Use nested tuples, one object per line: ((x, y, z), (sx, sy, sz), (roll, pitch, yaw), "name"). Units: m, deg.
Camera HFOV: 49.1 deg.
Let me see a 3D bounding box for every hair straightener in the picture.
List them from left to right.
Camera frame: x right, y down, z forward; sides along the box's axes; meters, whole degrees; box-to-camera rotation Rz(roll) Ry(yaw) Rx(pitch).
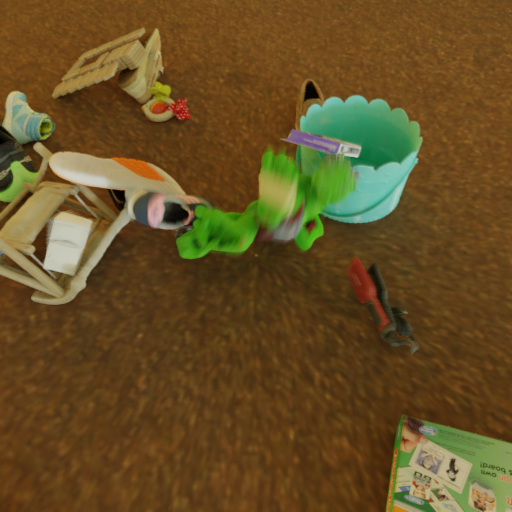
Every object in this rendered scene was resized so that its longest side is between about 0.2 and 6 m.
((1.975, 0.731, 8.228), (0.760, 0.404, 1.975), (15, 27, -21), "hair straightener")

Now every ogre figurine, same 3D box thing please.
((0.314, -0.737, 8.589), (1.495, 3.047, 1.827), (51, 32, 12), "ogre figurine")

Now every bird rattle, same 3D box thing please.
((-1.973, -3.173, 12.089), (0.856, 0.591, 1.050), (-37, 70, -16), "bird rattle")

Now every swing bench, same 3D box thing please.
((-3.245, -0.405, 8.857), (1.883, 1.221, 1.873), (33, 48, -10), "swing bench")

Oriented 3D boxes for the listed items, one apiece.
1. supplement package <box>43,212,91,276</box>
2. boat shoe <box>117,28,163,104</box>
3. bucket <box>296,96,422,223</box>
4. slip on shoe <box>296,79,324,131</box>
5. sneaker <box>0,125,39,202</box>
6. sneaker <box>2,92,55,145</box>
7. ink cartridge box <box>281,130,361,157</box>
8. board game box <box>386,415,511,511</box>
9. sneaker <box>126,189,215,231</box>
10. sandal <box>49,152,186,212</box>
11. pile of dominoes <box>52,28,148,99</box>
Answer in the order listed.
((-2.822, -0.185, 8.387), (0.468, 0.800, 0.469), (16, 14, -9), "supplement package")
((-2.575, -4.379, 12.920), (0.825, 0.747, 2.315), (-17, 45, 30), "boat shoe")
((1.756, -1.696, 10.003), (2.155, 1.402, 2.155), (-1, 47, 1), "bucket")
((1.186, -3.026, 11.780), (0.698, 0.556, 1.835), (2, 48, 2), "slip on shoe")
((-5.257, -2.181, 10.438), (3.237, 1.356, 1.242), (25, 52, 24), "sneaker")
((-4.661, -2.874, 11.643), (0.974, 0.593, 1.492), (-7, 57, -4), "sneaker")
((1.012, -1.758, 8.737), (0.929, 0.204, 0.938), (25, 20, 32), "ink cartridge box")
((3.104, 3.252, 6.105), (3.346, 0.487, 2.252), (13, 49, 11), "board game box")
((-1.175, -0.645, 9.043), (0.757, 0.648, 1.846), (22, 14, 36), "sneaker")
((-2.412, -1.189, 9.641), (2.587, 0.741, 0.991), (5, 37, -46), "sandal")
((-3.474, -4.169, 12.544), (2.336, 0.372, 1.821), (-4, 49, 36), "pile of dominoes")
